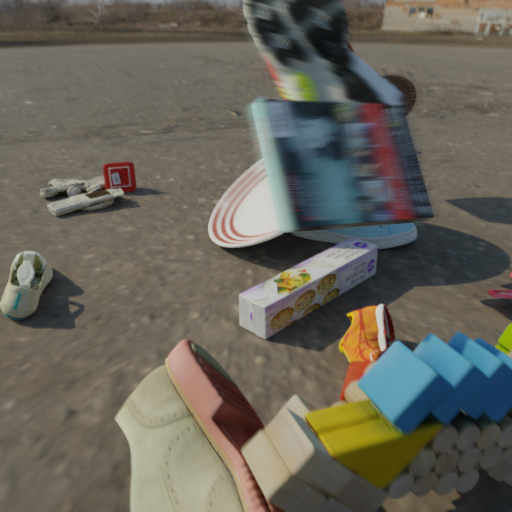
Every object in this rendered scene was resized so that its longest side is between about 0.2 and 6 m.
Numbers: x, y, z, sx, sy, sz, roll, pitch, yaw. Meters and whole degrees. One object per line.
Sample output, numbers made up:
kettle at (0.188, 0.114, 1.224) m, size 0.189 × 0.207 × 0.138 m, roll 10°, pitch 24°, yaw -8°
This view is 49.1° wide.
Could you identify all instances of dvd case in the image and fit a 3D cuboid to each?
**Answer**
dvd case at (0.793, -0.807, 4.904) m, size 1.592 × 1.162 × 0.175 m, roll -6°, pitch -12°, yaw -30°

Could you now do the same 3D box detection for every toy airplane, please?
toy airplane at (4.384, 0.502, 8.229) m, size 2.095 × 0.385 × 2.095 m, roll -4°, pitch 25°, yaw 2°

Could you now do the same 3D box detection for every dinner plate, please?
dinner plate at (0.527, -1.210, 10.237) m, size 3.233 × 0.392 × 3.233 m, roll -29°, pitch 30°, yaw 19°

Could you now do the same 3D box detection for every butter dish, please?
butter dish at (-3.113, -1.764, 12.768) m, size 0.691 × 0.693 × 0.512 m, roll -7°, pitch 5°, yaw -15°

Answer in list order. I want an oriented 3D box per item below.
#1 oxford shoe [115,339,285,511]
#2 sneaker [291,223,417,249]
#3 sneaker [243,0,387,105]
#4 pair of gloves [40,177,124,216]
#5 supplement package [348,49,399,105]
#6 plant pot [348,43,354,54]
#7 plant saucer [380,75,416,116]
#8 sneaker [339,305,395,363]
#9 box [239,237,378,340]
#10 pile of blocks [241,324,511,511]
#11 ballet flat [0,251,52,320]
oxford shoe at (-0.250, 2.142, 4.449) m, size 1.206 × 1.157 × 3.268 m, roll -40°, pitch 40°, yaw 1°
sneaker at (1.717, -0.742, 10.125) m, size 2.370 × 0.971 × 0.876 m, roll 6°, pitch 28°, yaw 13°
sneaker at (0.768, -2.586, 8.211) m, size 1.400 × 3.637 × 1.544 m, roll -18°, pitch -10°, yaw -3°
pair of gloves at (-3.841, -1.405, 12.243) m, size 1.591 × 0.328 × 1.871 m, roll -13°, pitch 28°, yaw -25°
supplement package at (1.495, -2.688, 9.267) m, size 1.468 × 0.814 × 1.143 m, roll 37°, pitch 39°, yaw -7°
plant pot at (1.064, -4.703, 11.740) m, size 1.356 × 1.196 × 1.357 m, roll -24°, pitch -27°, yaw 22°
plant saucer at (2.663, -3.261, 11.652) m, size 1.268 × 1.268 × 0.232 m, roll -1°, pitch 50°, yaw -3°
sneaker at (1.322, 1.231, 6.700) m, size 0.659 × 0.624 × 1.709 m, roll -20°, pitch 20°, yaw 21°
box at (0.845, 0.402, 8.263) m, size 0.514 × 0.550 × 2.656 m, roll 24°, pitch 33°, yaw 38°
pile of blocks at (1.775, 1.082, 4.964) m, size 4.187 × 1.719 × 1.301 m, roll -1°, pitch 22°, yaw -24°
ballet flat at (-3.423, 0.273, 8.443) m, size 0.639 × 0.639 × 1.841 m, roll -6°, pitch 27°, yaw -13°
